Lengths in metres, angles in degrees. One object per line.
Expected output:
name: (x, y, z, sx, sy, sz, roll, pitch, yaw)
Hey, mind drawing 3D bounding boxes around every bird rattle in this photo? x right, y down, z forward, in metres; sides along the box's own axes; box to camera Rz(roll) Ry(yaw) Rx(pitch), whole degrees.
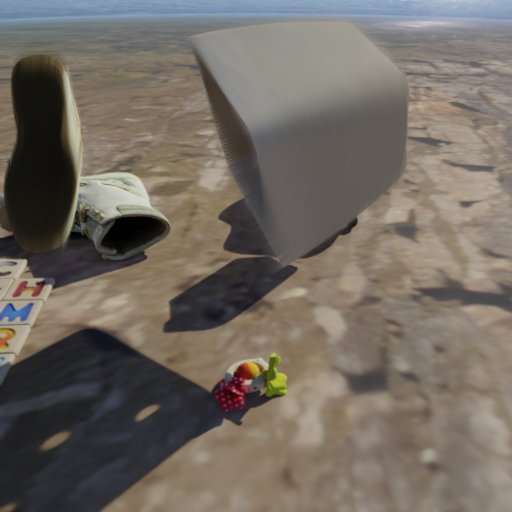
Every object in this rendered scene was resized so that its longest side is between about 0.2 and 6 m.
bird rattle: (-0.091, 1.481, 6.608, 0.879, 0.495, 0.716, -21, 21, -10)

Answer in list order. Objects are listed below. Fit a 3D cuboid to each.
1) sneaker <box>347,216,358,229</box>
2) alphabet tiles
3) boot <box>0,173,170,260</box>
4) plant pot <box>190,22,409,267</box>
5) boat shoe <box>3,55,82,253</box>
sneaker: (1.345, -1.534, 11.134, 1.803, 1.125, 3.057, 0, 38, 11)
alphabet tiles: (-4.626, 0.998, 7.616, 3.081, 0.117, 3.702, -1, 29, -2)
boot: (-3.050, -0.644, 9.752, 2.735, 0.986, 2.115, -12, 32, -22)
plant pot: (0.660, -1.653, 7.125, 2.002, 2.259, 2.261, -23, 51, -6)
boat shoe: (-3.095, -1.469, 8.494, 1.108, 2.995, 0.994, -1, -10, -1)
